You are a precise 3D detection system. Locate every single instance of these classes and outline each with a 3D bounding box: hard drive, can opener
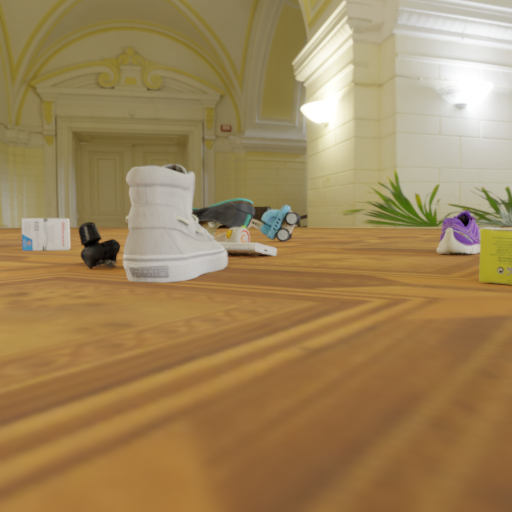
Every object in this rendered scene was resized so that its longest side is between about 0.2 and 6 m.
[{"bbox_3d":[-0.345,-0.118,9.574,1.169,0.156,0.771,2,-5,29],"label":"hard drive"},{"bbox_3d":[-2.094,-0.081,7.497,0.495,0.614,1.561,-8,-4,-18],"label":"can opener"}]

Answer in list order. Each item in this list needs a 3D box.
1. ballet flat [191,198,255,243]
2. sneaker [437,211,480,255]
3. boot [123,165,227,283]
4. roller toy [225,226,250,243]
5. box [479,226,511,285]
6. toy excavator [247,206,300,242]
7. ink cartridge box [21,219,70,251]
[{"bbox_3d":[-1.113,-0.736,12.995,1.008,1.008,2.758,-3,1,-42],"label":"ballet flat"},{"bbox_3d":[3.936,-0.430,10.306,0.766,0.792,1.899,3,4,36],"label":"sneaker"},{"bbox_3d":[-0.887,-0.448,6.711,0.981,1.274,2.666,0,4,2],"label":"boot"},{"bbox_3d":[-0.393,-0.347,11.495,0.361,0.471,0.516,2,20,35],"label":"roller toy"},{"bbox_3d":[3.243,-0.041,5.952,0.863,0.575,2.293,4,5,43],"label":"box"},{"bbox_3d":[0.260,-0.885,16.125,1.628,1.583,0.813,29,8,7],"label":"toy excavator"},{"bbox_3d":[-4.277,-0.435,11.416,0.890,0.652,0.382,-1,4,-14],"label":"ink cartridge box"}]
